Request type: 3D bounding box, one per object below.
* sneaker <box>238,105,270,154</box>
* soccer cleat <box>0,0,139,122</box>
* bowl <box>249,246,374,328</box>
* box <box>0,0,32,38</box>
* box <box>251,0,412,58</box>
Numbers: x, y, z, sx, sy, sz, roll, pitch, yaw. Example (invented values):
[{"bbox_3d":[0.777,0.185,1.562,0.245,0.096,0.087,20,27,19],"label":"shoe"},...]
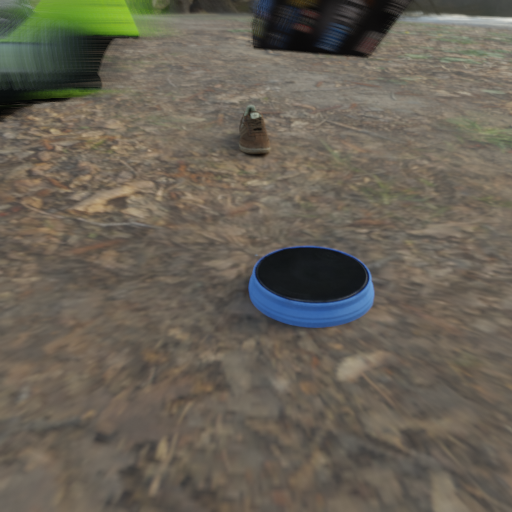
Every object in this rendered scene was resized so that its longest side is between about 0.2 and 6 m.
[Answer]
[{"bbox_3d":[-0.098,-2.900,12.834,0.693,0.743,1.966,-5,28,-9],"label":"sneaker"},{"bbox_3d":[-1.638,-1.417,4.290,1.775,0.719,0.599,-31,2,29],"label":"soccer cleat"},{"bbox_3d":[0.710,0.336,7.229,1.618,0.318,1.618,0,28,0],"label":"bowl"},{"bbox_3d":[-3.760,-2.704,6.309,2.298,1.820,0.555,-25,5,-33],"label":"box"},{"bbox_3d":[1.023,-3.373,7.513,1.850,0.463,1.864,1,-11,-14],"label":"box"}]
